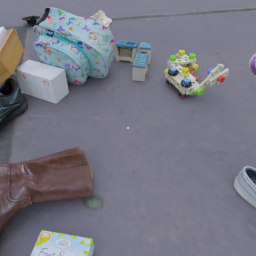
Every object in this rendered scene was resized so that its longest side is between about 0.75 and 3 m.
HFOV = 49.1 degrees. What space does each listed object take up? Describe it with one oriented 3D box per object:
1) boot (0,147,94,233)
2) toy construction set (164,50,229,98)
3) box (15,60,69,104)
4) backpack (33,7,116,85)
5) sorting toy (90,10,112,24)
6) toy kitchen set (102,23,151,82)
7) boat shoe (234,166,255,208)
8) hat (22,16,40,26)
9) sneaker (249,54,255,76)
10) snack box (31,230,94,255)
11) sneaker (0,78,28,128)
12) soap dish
[{"bbox_3d":[-1.584,1.382,5.024,2.423,0.778,2.258,-5,55,-26],"label":"boot"},{"bbox_3d":[1.887,-1.584,8.273,1.352,0.950,2.061,-20,35,-21],"label":"toy construction set"},{"bbox_3d":[-2.444,-1.332,7.995,1.295,0.806,0.631,19,45,19],"label":"box"},{"bbox_3d":[-1.523,-2.308,8.264,2.221,1.972,1.672,13,66,7],"label":"backpack"},{"bbox_3d":[-1.103,-4.579,11.907,0.743,0.441,0.825,21,45,11],"label":"sorting toy"},{"bbox_3d":[-0.284,-2.430,8.951,1.954,1.151,1.565,7,43,9],"label":"toy kitchen set"},{"bbox_3d":[2.781,1.358,5.176,0.607,0.620,1.740,-29,50,-28],"label":"boat shoe"},{"bbox_3d":[-4.090,-4.537,11.903,0.791,0.319,0.791,-2,34,1],"label":"hat"},{"bbox_3d":[2.466,-0.937,3.628,1.530,0.555,0.873,-13,4,12],"label":"sneaker"},{"bbox_3d":[-1.117,2.245,4.391,0.918,0.368,1.089,6,41,7],"label":"snack box"},{"bbox_3d":[-3.410,-0.363,6.885,0.855,0.899,2.268,15,46,13],"label":"sneaker"},{"bbox_3d":[-3.896,-1.597,7.619,2.187,0.888,1.721,-29,38,19],"label":"soap dish"}]
